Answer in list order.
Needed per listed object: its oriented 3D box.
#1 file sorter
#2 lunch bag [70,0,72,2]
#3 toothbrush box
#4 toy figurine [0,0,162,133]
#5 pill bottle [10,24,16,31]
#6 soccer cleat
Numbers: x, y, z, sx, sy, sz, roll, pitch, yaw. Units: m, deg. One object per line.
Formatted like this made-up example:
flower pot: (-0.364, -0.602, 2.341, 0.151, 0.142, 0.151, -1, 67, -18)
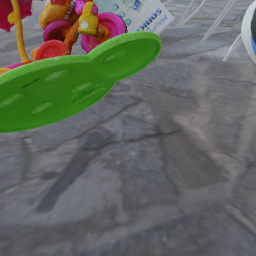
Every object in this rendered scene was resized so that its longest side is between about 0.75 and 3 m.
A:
file sorter: (1.819, -3.208, 6.328, 2.823, 1.758, 1.959, 38, 46, 3)
lunch bag: (-1.763, -4.796, 8.482, 1.827, 2.075, 0.850, -9, 9, -35)
toothbrush box: (-0.341, -2.541, 5.203, 0.988, 2.316, 1.695, -41, 14, 13)
toy figurine: (-1.089, -1.406, 3.446, 2.385, 2.195, 1.790, -25, -10, 14)
pill bottle: (-3.450, -3.266, 8.123, 0.469, 0.809, 0.469, 3, -1, 0)
soccer cleat: (2.047, -0.384, 2.381, 2.383, 0.832, 1.029, 39, 15, 7)
